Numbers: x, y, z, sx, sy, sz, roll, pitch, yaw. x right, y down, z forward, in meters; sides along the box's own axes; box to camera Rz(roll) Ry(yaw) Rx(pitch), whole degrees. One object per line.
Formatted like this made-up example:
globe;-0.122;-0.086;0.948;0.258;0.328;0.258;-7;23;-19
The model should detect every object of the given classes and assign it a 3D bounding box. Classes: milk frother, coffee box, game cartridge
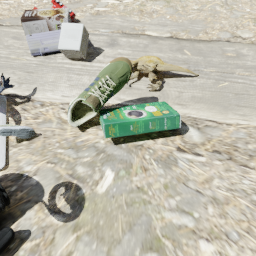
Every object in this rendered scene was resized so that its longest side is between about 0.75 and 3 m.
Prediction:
milk frother;-2.959;1.362;4.386;1.908;2.114;1.988;28;49;22
coffee box;0.244;-0.239;7.180;1.914;0.421;1.177;-8;24;-10
coffee box;-3.430;-4.514;11.890;1.896;0.757;1.072;-4;43;-4
game cartridge;-2.754;-3.385;10.951;2.234;0.429;1.448;-15;48;-16

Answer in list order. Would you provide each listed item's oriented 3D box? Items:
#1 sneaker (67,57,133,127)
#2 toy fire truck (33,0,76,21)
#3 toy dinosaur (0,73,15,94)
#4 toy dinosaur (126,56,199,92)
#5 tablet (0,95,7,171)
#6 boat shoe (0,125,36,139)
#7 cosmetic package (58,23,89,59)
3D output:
sneaker;-0.732;-0.788;6.981;2.187;0.733;0.982;-38;24;23
toy fire truck;-3.323;-5.177;12.655;1.663;0.405;1.173;38;92;3
toy dinosaur;-4.666;-1.209;7.807;2.549;1.475;2.808;-19;45;15
toy dinosaur;0.793;-1.940;8.976;3.000;0.873;1.517;9;42;11
tablet;-4.123;0.158;7.135;1.929;0.202;2.965;-12;43;-13
boat shoe;-2.739;0.046;6.864;0.920;0.331;0.285;8;27;-41
cosmetic package;-1.913;-3.089;9.973;0.802;0.802;0.972;7;83;8
